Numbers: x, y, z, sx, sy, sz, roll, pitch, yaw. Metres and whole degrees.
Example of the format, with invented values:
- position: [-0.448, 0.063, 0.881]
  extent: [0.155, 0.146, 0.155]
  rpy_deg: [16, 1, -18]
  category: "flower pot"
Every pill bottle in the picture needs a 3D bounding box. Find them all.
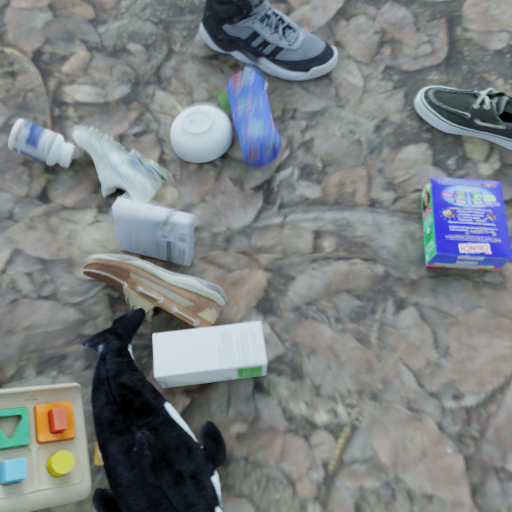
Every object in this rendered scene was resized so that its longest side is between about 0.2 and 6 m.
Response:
- position: [-4.121, -2.138, 10.835]
  extent: [1.123, 0.623, 0.623]
  rpy_deg: [22, 65, -14]
  category: "pill bottle"

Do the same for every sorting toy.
- position: [-3.110, 2.683, 7.900]
  extent: [2.987, 0.407, 1.682]
  rpy_deg: [3, 67, -37]
  category: "sorting toy"

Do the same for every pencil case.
- position: [-0.035, -2.778, 11.172]
  extent: [0.844, 0.759, 1.944]
  rpy_deg: [-16, 66, 8]
  category: "pencil case"

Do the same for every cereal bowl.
- position: [-1.112, -2.505, 11.129]
  extent: [1.270, 0.529, 1.270]
  rpy_deg: [-2, 63, 4]
  category: "cereal bowl"

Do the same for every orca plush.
- position: [-1.418, 2.546, 8.127]
  extent: [2.063, 1.394, 3.921]
  rpy_deg: [-7, 66, -17]
  category: "orca plush"

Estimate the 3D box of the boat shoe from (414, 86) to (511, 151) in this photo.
- position: [4.638, -2.898, 11.153]
  extent: [2.859, 0.910, 1.011]
  rpy_deg: [21, 66, 10]
  category: "boat shoe"

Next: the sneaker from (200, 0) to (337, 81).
- position: [0.224, -4.852, 11.589]
  extent: [3.151, 1.793, 1.189]
  rpy_deg: [22, 67, 10]
  category: "sneaker"

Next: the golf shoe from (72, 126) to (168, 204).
- position: [-2.803, -1.688, 10.641]
  extent: [2.205, 0.863, 1.072]
  rpy_deg: [32, 91, 21]
  category: "golf shoe"

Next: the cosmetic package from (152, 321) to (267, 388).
- position: [-0.733, 1.597, 9.017]
  extent: [1.740, 0.936, 0.738]
  rpy_deg: [-8, 67, -2]
  category: "cosmetic package"

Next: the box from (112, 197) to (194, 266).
- position: [-1.792, -0.408, 9.867]
  extent: [1.379, 1.075, 0.284]
  rpy_deg: [12, 47, 6]
  category: "box"

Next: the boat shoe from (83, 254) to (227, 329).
- position: [-1.810, 0.639, 9.476]
  extent: [2.546, 0.964, 0.914]
  rpy_deg: [16, 76, 10]
  category: "boat shoe"

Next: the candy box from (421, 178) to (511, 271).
- position: [3.790, -0.579, 10.222]
  extent: [1.350, 0.615, 1.597]
  rpy_deg: [4, 64, 0]
  category: "candy box"
